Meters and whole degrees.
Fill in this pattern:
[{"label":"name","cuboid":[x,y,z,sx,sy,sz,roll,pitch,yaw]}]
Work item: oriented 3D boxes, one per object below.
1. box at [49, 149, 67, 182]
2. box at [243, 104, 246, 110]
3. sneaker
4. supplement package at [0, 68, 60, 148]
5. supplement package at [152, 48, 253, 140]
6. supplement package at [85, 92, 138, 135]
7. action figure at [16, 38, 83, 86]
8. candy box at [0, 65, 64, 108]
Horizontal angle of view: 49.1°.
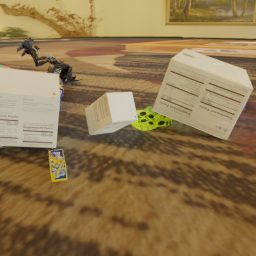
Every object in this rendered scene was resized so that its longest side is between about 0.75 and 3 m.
[{"label":"box","cuboid":[-1.369,0.707,5.436,0.295,0.271,0.842,-7,23,-15]},{"label":"box","cuboid":[3.904,-1.099,9.500,0.200,0.699,1.021,7,23,18]},{"label":"sneaker","cuboid":[0.588,-0.279,7.685,1.538,0.570,0.643,-4,18,-36]},{"label":"supplement package","cuboid":[-2.741,-0.541,6.401,2.243,1.244,1.747,4,26,-16]},{"label":"supplement package","cuboid":[2.088,-1.100,7.818,2.019,1.437,2.592,23,25,10]},{"label":"supplement package","cuboid":[-0.424,-0.327,6.642,0.709,0.683,1.247,-6,-10,-33]},{"label":"action figure","cuboid":[-3.454,-2.562,12.304,2.821,1.440,1.677,37,-12,-7]},{"label":"candy box","cuboid":[-3.389,-1.358,9.095,2.199,0.847,1.859,13,12,-31]}]
